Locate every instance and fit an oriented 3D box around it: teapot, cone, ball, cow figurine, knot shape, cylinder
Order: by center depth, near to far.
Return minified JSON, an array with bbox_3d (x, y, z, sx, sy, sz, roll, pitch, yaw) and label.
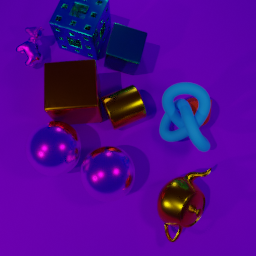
[{"bbox_3d":[1.372,1.770,6.711,0.977,1.241,1.996,20,85,49],"label":"teapot"},{"bbox_3d":[1.387,-0.333,6.824,0.811,1.642,1.755,-20,35,-25],"label":"knot shape"},{"bbox_3d":[-0.492,1.109,6.874,1.365,1.365,1.365,0,74,0],"label":"ball"},{"bbox_3d":[-1.850,0.506,7.052,1.388,1.388,1.388,0,74,0],"label":"ball"},{"bbox_3d":[2.036,-0.584,7.537,0.866,0.869,0.866,4,72,-13],"label":"cone"},{"bbox_3d":[-0.121,-0.556,7.564,0.959,0.959,0.959,-23,75,-6],"label":"cylinder"},{"bbox_3d":[-2.734,-2.396,8.162,1.013,0.565,1.029,-32,92,5],"label":"cow figurine"}]

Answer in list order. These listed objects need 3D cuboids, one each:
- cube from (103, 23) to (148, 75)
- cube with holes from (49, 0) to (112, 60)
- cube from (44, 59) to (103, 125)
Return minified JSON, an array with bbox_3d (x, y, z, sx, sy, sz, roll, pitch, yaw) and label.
[{"bbox_3d":[-0.093,-2.200,7.925,0.955,0.955,0.955,15,80,-6],"label":"cube"},{"bbox_3d":[-1.311,-2.984,8.118,1.253,1.253,1.253,19,75,5],"label":"cube with holes"},{"bbox_3d":[-1.420,-0.904,7.488,1.311,1.311,1.311,-5,74,-1],"label":"cube"}]
